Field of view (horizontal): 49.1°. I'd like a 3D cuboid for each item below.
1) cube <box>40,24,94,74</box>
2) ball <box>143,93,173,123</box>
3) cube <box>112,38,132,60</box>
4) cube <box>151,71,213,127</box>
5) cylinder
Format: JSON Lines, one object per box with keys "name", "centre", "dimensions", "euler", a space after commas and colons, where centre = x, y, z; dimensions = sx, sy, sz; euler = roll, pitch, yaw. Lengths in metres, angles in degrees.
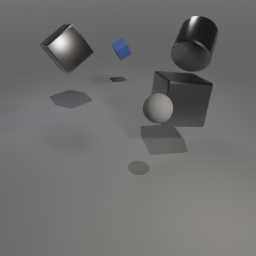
{"name": "cube", "centre": [-2.539, -3.277, 11.545], "dimensions": [1.400, 1.400, 1.400], "euler": [-43, 31, -8]}
{"name": "ball", "centre": [0.697, -0.456, 6.547], "dimensions": [0.700, 0.700, 0.700], "euler": [0, 29, 0]}
{"name": "cube", "centre": [-0.333, -4.183, 14.876], "dimensions": [0.700, 0.700, 0.700], "euler": [-31, 51, 2]}
{"name": "cube", "centre": [1.592, -0.927, 8.808], "dimensions": [1.400, 1.400, 1.400], "euler": [1, 23, -14]}
{"name": "cylinder", "centre": [2.380, -2.973, 9.971], "dimensions": [1.400, 1.400, 1.400], "euler": [12, 58, 20]}
